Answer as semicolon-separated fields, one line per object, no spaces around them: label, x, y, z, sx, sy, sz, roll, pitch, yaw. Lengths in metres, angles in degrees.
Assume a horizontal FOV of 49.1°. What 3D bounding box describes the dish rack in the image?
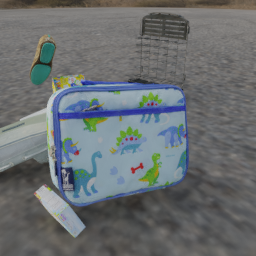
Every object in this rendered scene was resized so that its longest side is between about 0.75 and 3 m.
dish rack;1.105;-2.596;10.155;2.266;2.954;0.806;20;29;34

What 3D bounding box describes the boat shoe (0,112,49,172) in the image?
boat shoe;-2.134;0.325;6.452;2.854;1.016;0.996;-20;21;-10

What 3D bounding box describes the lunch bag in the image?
lunch bag;-0.154;0.169;5.192;2.603;2.093;1.073;-3;7;-24

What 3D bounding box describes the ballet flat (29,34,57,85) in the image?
ballet flat;-2.721;-2.197;8.995;0.657;1.865;0.609;9;49;-32

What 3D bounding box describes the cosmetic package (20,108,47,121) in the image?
cosmetic package;-1.927;-0.135;7.450;1.707;0.693;0.963;-25;30;-9

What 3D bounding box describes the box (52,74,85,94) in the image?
box;-1.852;-1.119;9.215;1.053;0.667;1.093;-10;59;-20

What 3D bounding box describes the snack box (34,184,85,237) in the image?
snack box;-1.188;1.427;4.857;0.822;0.693;0.278;21;55;42
